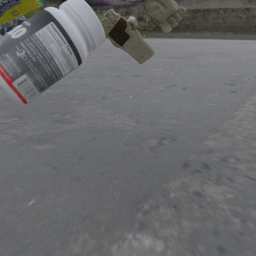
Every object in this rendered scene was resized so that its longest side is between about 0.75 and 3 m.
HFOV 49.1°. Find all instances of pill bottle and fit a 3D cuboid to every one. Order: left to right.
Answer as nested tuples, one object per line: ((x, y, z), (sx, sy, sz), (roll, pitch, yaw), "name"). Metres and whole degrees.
((-0.702, -0.665, 2.388), (0.949, 0.541, 0.541), (-40, 33, -12), "pill bottle")

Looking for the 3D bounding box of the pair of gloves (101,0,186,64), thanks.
((0.252, -2.246, 5.884), (1.354, 1.592, 0.279), (32, 39, -18), "pair of gloves")

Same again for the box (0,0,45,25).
((-1.308, -1.897, 3.077), (1.264, 2.154, 0.521), (-5, -28, 31), "box")

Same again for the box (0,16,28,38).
((-3.900, -2.731, 8.230), (2.298, 1.853, 0.564), (37, 30, 25), "box")

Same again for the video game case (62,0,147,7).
((-0.805, -2.593, 4.491), (2.100, 0.199, 1.501), (17, -17, 41), "video game case")
